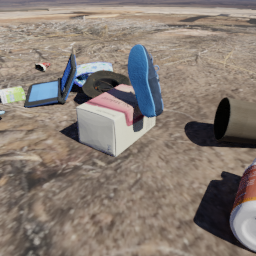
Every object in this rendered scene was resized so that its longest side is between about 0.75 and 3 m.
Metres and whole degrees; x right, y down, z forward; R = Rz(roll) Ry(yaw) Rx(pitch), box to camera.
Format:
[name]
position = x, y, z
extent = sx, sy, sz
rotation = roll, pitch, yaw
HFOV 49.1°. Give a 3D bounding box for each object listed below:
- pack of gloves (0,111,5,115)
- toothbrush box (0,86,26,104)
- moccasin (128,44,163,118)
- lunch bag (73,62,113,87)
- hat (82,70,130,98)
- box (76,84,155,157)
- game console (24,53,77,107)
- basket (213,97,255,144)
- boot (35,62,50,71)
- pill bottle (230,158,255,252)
[pack of gloves]
position = -5.693, -0.640, 9.545
extent = 2.145, 0.504, 2.553
rotation = 0, 3, 6
[toothbrush box]
position = -5.062, -1.447, 12.236
extent = 0.972, 0.419, 0.708
rotation = -16, 33, -24
[moccasin]
position = 0.541, -1.397, 8.527
extent = 0.891, 2.214, 0.755
rotation = -9, 0, 41
[lunch bag]
position = -1.683, -2.440, 13.224
extent = 1.856, 1.183, 1.578
rotation = 5, 29, -10
[hat]
position = -0.906, -1.585, 11.987
extent = 2.097, 0.846, 2.097
rotation = 1, 44, -1
[box]
position = -0.316, -0.371, 9.394
extent = 1.563, 1.332, 2.445
rotation = 19, 34, 29
[game console]
position = -3.391, -2.183, 12.425
extent = 1.579, 2.278, 2.668
rotation = 17, 24, -22
[basket]
position = 4.014, -0.138, 8.940
extent = 2.087, 1.419, 1.881
rotation = 8, -1, 4
[boot]
position = -4.709, -3.530, 15.952
extent = 0.807, 0.405, 1.119
rotation = -21, 32, -34
[pill bottle]
position = 3.089, 1.502, 6.168
extent = 1.265, 1.265, 2.256
rotation = 15, 33, 24
